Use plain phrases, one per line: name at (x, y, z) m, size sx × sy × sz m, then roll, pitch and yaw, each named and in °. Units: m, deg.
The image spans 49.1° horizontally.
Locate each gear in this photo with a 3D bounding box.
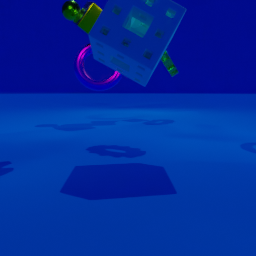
gear at (1.501, -2.920, 11.582) m, size 0.315 × 1.704 × 1.704 m, roll -32°, pitch 1°, yaw 12°

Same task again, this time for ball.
ball at (-2.265, -4.697, 11.206) m, size 0.770 × 0.770 × 0.770 m, roll 0°, pitch 8°, yaw 0°

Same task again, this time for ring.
ring at (-1.099, -2.344, 10.627) m, size 1.898 × 1.898 × 0.380 m, roll -1°, pitch -6°, yaw -8°

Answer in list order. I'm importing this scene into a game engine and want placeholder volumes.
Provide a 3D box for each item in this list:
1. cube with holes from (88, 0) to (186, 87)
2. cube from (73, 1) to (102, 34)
cube with holes at (0.124, -1.529, 4.676) m, size 1.081 × 1.081 × 1.081 m, roll 29°, pitch -5°, yaw 0°
cube at (-1.317, -4.013, 10.531) m, size 0.991 × 0.991 × 0.991 m, roll 33°, pitch 10°, yaw -32°
